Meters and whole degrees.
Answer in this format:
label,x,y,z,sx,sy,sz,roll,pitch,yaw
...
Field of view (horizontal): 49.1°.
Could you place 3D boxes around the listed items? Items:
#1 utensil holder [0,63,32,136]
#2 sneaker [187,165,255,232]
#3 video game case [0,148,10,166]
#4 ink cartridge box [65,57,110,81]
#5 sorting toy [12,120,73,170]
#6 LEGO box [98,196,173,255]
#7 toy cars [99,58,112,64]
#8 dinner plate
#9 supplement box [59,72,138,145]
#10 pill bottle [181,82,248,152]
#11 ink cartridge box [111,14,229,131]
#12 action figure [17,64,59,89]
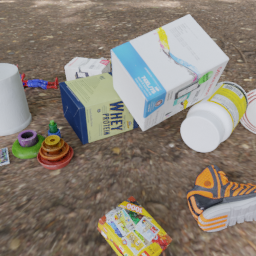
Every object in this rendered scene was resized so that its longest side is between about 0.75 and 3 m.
label,x,y,z,sx,sy,sz,roll,pitch,yaw
utensil holder,-4.657,-1.082,10.281,1.802,2.121,1.802,0,34,0
sneaker,2.884,1.582,7.341,2.822,1.095,1.581,-7,37,-10
video game case,-4.267,0.981,9.082,0.742,0.094,0.814,-14,36,-19
ink cartridge box,-1.981,-2.856,13.977,1.907,0.804,1.381,8,36,12
sorting toy,-2.763,0.416,9.122,2.347,0.963,1.410,18,39,24
LEGO box,0.134,2.410,6.362,1.020,0.528,1.369,-28,58,-34
toy cars,-1.212,-3.848,15.907,1.114,0.247,0.500,17,38,23
dinner plate,5.507,-0.575,10.638,2.590,0.314,2.590,-9,49,11
supplement box,-1.091,-0.846,10.471,2.228,1.498,2.231,-17,38,-23
pill bottle,3.033,-0.426,9.800,1.587,1.587,2.777,22,41,28
ink cartridge box,1.157,-1.658,8.608,2.726,2.000,1.991,-28,69,-12
action figure,-4.524,-2.353,13.052,2.312,1.144,0.755,-5,35,-3
